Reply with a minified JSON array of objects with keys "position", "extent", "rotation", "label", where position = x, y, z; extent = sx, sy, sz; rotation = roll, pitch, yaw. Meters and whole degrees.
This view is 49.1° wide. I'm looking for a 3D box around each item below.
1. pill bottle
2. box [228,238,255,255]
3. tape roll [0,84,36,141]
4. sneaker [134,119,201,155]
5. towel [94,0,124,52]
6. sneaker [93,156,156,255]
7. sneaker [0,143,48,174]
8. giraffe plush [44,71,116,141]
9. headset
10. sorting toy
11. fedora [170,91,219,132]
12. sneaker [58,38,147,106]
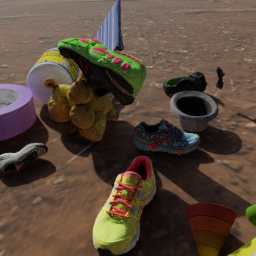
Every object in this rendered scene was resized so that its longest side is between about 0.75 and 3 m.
[{"position":[-2.628,-2.066,10.379],"extent":[1.525,1.525,2.722],"rotation":[-1,31,-2],"label":"pill bottle"},{"position":[2.056,2.285,4.078],"extent":[2.028,0.491,1.190],"rotation":[-18,34,-25],"label":"box"},{"position":[-4.112,-0.520,8.487],"extent":[2.460,0.807,2.460],"rotation":[0,31,0],"label":"tape roll"},{"position":[1.024,0.191,7.246],"extent":[1.756,0.839,0.696],"rotation":[1,31,2],"label":"sneaker"},{"position":[-0.770,-2.283,8.417],"extent":[0.303,2.543,1.841],"rotation":[12,60,-26],"label":"towel"},{"position":[-0.049,1.307,5.232],"extent":[0.848,0.980,2.170],"rotation":[11,34,16],"label":"sneaker"},{"position":[-2.506,0.760,6.749],"extent":[1.241,0.459,0.492],"rotation":[-23,47,-24],"label":"sneaker"},{"position":[-1.524,-0.787,8.154],"extent":[1.860,1.979,2.294],"rotation":[2,22,20],"label":"giraffe plush"},{"position":[2.347,-1.707,10.204],"extent":[2.340,1.099,1.445],"rotation":[13,32,42],"label":"headset"},{"position":[2.110,1.716,4.245],"extent":[2.682,0.930,0.924],"rotation":[-11,49,35],"label":"sorting toy"},{"position":[1.950,-0.423,8.412],"extent":[1.388,0.709,1.569],"rotation":[-5,36,-6],"label":"fedora"},{"position":[-0.813,-1.393,6.696],"extent":[1.104,1.205,2.876],"rotation":[-14,37,-39],"label":"sneaker"}]
